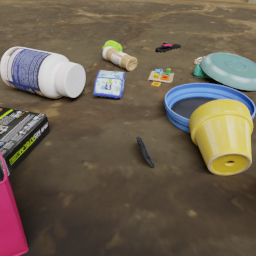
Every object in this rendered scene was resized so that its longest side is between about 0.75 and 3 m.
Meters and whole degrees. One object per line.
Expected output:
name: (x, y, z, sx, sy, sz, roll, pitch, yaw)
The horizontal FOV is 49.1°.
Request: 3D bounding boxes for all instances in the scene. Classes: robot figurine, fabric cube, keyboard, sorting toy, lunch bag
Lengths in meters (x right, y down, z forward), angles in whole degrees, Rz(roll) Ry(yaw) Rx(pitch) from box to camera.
robot figurine: (-0.712, -3.801, 13.397, 0.985, 0.649, 1.122, -20, 39, -27)
fabric cube: (-2.873, 1.305, 4.758, 1.750, 1.744, 1.716, -18, 37, -25)
keyboard: (0.409, 0.540, 6.974, 0.121, 0.565, 0.940, -35, 33, 8)
sorting toy: (1.330, -2.106, 11.224, 0.953, 0.231, 1.692, 7, 35, 10)
lunch bag: (-0.649, -1.505, 9.946, 0.982, 0.736, 1.155, 6, 47, 4)

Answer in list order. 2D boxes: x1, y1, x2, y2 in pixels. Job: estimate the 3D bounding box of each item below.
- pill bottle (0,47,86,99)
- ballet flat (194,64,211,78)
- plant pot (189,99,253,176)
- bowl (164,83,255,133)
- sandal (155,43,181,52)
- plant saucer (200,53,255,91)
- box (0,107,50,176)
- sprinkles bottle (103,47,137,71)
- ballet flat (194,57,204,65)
pill bottle: (-2.906, -1.872, 9.710, 2.729, 1.514, 1.514, 16, 37, 23)
ballet flat: (3.481, -2.217, 11.050, 1.736, 0.611, 0.584, 12, 36, 17)
plant pot: (2.280, 0.305, 6.675, 1.482, 1.482, 1.395, 1, 50, 1)
bowl: (2.471, -0.601, 8.700, 2.706, 0.531, 2.706, 0, 33, 0)
sandal: (2.018, -4.169, 14.201, 1.596, 0.360, 0.599, -22, 39, -29)
plant saucer: (4.195, -2.338, 11.009, 2.687, 0.368, 2.687, 7, 38, -6)
box: (-3.844, 0.350, 7.201, 2.616, 0.643, 2.708, 7, 35, 14)
sprinkles bottle: (-0.378, -3.044, 12.283, 0.623, 0.623, 1.826, -23, 41, -31)
ballet flat: (3.361, -3.040, 12.568, 0.881, 0.296, 0.300, -13, 36, -19)
